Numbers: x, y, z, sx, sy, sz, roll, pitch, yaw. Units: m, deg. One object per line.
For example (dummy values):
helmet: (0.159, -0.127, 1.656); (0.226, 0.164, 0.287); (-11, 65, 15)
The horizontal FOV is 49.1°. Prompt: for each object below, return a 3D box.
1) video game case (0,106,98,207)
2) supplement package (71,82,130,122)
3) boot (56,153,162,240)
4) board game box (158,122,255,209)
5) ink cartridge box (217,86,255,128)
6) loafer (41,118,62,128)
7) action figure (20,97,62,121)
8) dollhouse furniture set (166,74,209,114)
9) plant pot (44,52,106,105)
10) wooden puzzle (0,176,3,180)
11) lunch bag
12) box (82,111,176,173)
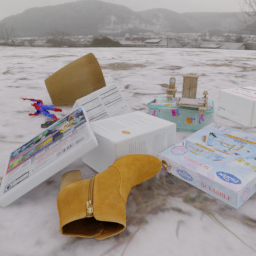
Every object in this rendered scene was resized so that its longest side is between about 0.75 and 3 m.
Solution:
video game case: (-2.135, 0.593, 7.464); (2.655, 0.305, 2.419); (-34, 27, 0)
supplement package: (-1.045, -0.603, 9.883); (1.514, 1.078, 1.944); (-29, 1, -18)
boot: (-0.220, 1.518, 6.282); (2.686, 0.945, 1.923); (-9, 28, -12)
board game box: (2.647, 0.835, 7.858); (2.561, 0.528, 2.567); (-25, 31, -31)
ink cartridge box: (5.790, -1.061, 12.481); (2.852, 1.198, 2.075); (-9, 22, -23)
loafer: (-3.095, -0.234, 11.551); (1.015, 0.319, 0.365); (-9, 22, -22)
action figure: (-3.991, -0.836, 12.482); (1.134, 0.748, 2.292); (-3, 17, -42)
dollhouse furniture set: (2.160, -1.348, 10.560); (1.716, 0.982, 2.012); (7, 22, 15)
plant pot: (-2.784, -2.275, 14.437); (2.742, 2.555, 2.555); (-20, 25, -14)
wooden puzzle: (-4.100, 1.514, 6.939); (1.355, 0.339, 1.463); (6, 17, 14)
lunch bag: (2.197, -0.709, 11.759); (2.763, 1.065, 2.216); (6, 21, 16)
box: (0.012, 0.449, 8.413); (2.316, 1.232, 1.764); (-16, 26, -36)
